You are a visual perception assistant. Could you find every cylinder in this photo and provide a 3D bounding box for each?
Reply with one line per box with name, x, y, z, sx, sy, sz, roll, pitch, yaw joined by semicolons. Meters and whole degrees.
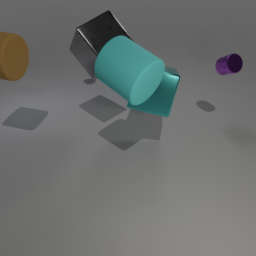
cylinder;0.046;-1.570;7.679;1.400;1.400;1.400;39;48;21
cylinder;3.708;-2.322;10.297;0.700;0.700;0.700;-11;6;-16
cylinder;-4.019;-2.231;8.557;1.400;1.400;1.400;11;35;11

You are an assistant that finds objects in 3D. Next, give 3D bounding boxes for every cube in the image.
cube;0.830;-1.354;9.392;1.400;1.400;1.400;13;22;-1
cube;-0.889;-2.708;9.318;1.400;1.400;1.400;-39;4;-23
